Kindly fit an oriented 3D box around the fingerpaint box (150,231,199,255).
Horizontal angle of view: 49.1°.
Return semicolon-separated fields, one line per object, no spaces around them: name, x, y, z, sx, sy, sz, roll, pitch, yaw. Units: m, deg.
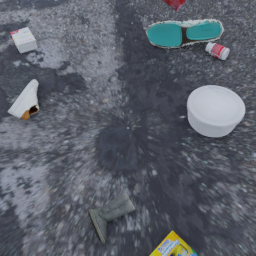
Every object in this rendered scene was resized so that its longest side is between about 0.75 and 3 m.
fingerpaint box;0.897;2.873;5.782;1.092;0.401;0.911;-37;60;-26

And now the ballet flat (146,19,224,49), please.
ballet flat;2.122;-3.588;10.690;2.854;1.024;1.024;0;51;6

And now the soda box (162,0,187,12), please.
soda box;0.771;-4.619;8.128;2.566;0.898;0.814;35;55;-3

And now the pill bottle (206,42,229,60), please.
pill bottle;3.283;-2.850;10.316;0.777;0.436;0.436;35;59;24

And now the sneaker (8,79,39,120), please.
sneaker;-3.071;-0.839;8.746;0.729;0.627;1.722;36;37;-22

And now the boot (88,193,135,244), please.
boot;-0.317;2.070;6.498;1.024;0.372;0.931;-14;55;-20

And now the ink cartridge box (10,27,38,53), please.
ink cartridge box;-3.982;-3.364;10.742;0.703;0.404;0.969;-24;55;-18

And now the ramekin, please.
ramekin;2.499;-0.444;8.197;1.614;0.752;1.614;0;52;1
